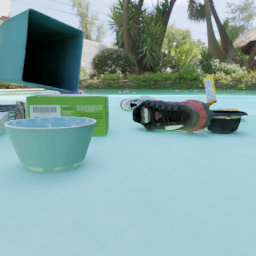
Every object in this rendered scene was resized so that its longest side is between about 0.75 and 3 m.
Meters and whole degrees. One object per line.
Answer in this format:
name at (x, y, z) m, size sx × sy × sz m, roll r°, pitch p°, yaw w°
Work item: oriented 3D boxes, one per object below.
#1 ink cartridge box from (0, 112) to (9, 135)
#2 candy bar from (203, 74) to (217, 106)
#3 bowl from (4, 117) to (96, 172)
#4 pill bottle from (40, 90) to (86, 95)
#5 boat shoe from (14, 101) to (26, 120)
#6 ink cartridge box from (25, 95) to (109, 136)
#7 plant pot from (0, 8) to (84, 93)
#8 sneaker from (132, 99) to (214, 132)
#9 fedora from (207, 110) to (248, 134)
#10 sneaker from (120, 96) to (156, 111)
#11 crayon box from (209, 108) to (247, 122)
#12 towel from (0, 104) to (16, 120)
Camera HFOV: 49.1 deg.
ink cartridge box at (-4.791, -0.049, 7.836) m, size 2.445 × 0.539 × 2.491 m, roll -2°, pitch 11°, yaw -14°
candy bar at (2.707, -1.255, 9.215) m, size 0.394 × 0.175 × 1.580 m, roll -24°, pitch 34°, yaw 30°
bowl at (-1.276, 0.266, 4.760) m, size 1.491 × 0.780 × 1.491 m, roll 0°, pitch 8°, yaw 0°
pill bottle at (-2.734, -0.970, 11.581) m, size 1.257 × 1.257 × 2.235 m, roll 5°, pitch 9°, yaw 30°
boat shoe at (-3.631, -0.444, 10.071) m, size 0.830 × 0.844 × 2.265 m, roll 7°, pitch 14°, yaw -23°
ink cartridge box at (-1.711, -0.528, 8.989) m, size 2.207 × 1.131 × 2.986 m, roll 0°, pitch 9°, yaw -2°
plant pot at (-3.018, -2.155, 8.568) m, size 2.682 × 1.895 × 1.896 m, roll 7°, pitch 1°, yaw 39°
sneaker at (1.164, -0.363, 8.408) m, size 1.361 × 0.985 × 2.786 m, roll -8°, pitch 10°, yaw -37°
fedora at (2.820, -0.181, 8.328) m, size 1.390 × 0.635 × 1.390 m, roll 0°, pitch 8°, yaw 0°
sneaker at (0.710, -1.370, 16.005) m, size 2.204 × 0.828 × 1.267 m, roll -8°, pitch 11°, yaw -15°
crayon box at (3.902, -0.562, 11.551) m, size 1.790 × 0.462 × 1.125 m, roll 3°, pitch 9°, yaw 15°
towel at (-5.426, -0.682, 11.605) m, size 1.322 × 0.683 × 1.596 m, roll 6°, pitch 10°, yaw 40°
